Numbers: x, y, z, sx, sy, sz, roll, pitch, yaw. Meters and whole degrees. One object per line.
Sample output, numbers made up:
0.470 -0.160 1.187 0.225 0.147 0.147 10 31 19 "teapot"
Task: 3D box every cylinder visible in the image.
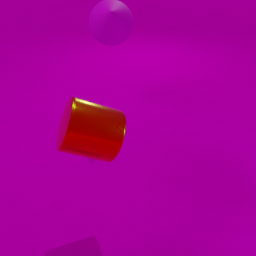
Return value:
-0.623 0.038 4.678 0.917 0.917 0.917 16 29 -22 "cylinder"

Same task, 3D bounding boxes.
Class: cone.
-0.440 -2.897 7.363 1.268 1.268 1.273 -2 9 -3 "cone"
